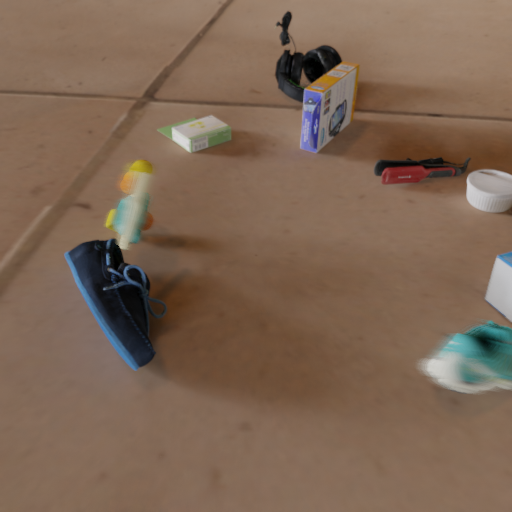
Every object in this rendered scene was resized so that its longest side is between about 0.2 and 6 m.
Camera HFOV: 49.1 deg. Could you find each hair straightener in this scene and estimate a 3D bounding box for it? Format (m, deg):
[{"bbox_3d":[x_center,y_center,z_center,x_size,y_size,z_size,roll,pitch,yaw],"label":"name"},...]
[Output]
[{"bbox_3d":[3.314,-1.849,11.238,2.091,0.428,0.804,-10,38,-13],"label":"hair straightener"}]

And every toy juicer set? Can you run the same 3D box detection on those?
[{"bbox_3d":[-1.788,-0.811,8.638,0.557,1.302,2.047,19,4,-22],"label":"toy juicer set"}]

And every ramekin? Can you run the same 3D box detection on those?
[{"bbox_3d":[4.352,-1.180,10.343,0.957,0.446,0.957,0,37,0],"label":"ramekin"}]

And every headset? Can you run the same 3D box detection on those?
[{"bbox_3d":[1.326,-5.147,14.758,1.887,1.436,3.056,-13,50,-18],"label":"headset"}]

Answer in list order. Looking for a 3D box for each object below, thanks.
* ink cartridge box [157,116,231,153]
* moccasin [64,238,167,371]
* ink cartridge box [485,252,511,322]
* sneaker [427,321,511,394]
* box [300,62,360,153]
[{"bbox_3d":[-1.436,-2.885,12.690,1.107,0.365,1.521,-25,46,-29],"label":"ink cartridge box"},{"bbox_3d":[-1.901,0.421,7.672,0.907,1.070,2.659,-28,46,-15],"label":"moccasin"},{"bbox_3d":[4.050,0.402,7.900,1.150,0.832,0.847,-13,35,-18],"label":"ink cartridge box"},{"bbox_3d":[2.929,1.182,6.814,1.883,0.750,0.730,-3,35,-37],"label":"sneaker"},{"bbox_3d":[1.574,-3.248,12.301,0.477,1.370,2.301,22,42,24],"label":"box"}]
